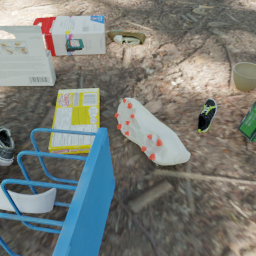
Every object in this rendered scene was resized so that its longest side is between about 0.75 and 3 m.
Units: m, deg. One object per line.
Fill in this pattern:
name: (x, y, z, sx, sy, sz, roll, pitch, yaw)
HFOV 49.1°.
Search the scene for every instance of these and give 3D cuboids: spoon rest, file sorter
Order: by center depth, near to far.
file sorter: (-1.440, 1.609, 5.445, 1.761, 1.992, 2.871, 5, 44, 9)
spoon rest: (-3.061, 1.340, 6.323, 2.748, 1.365, 0.833, 12, 4, 9)

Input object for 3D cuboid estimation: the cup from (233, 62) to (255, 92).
cup: (4.114, -1.713, 9.772, 1.022, 0.731, 1.022, 1, 44, -1)

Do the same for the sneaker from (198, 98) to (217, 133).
sneaker: (2.214, -0.357, 7.881, 0.373, 0.431, 1.041, 12, 86, 39)

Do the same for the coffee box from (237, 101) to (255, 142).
coffee box: (4.427, -0.725, 7.680, 2.854, 1.755, 0.628, -18, 54, -30)

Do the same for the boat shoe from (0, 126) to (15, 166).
boat shoe: (-3.380, 0.278, 7.565, 0.637, 0.626, 1.767, 14, 22, -47)

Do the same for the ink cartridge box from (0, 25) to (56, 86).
ink cartridge box: (-3.928, -2.458, 9.453, 2.570, 2.231, 0.560, -1, 41, -1)

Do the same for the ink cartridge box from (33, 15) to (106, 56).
ink cartridge box: (-2.464, -3.932, 11.875, 2.987, 1.004, 1.735, -2, 44, -3)

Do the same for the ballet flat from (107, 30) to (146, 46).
ballet flat: (-0.078, -3.886, 12.261, 1.715, 0.581, 0.620, 6, 63, 0)

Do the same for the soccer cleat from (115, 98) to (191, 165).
soccer cleat: (0.569, 0.093, 7.857, 1.137, 1.016, 2.932, 14, 23, -35)

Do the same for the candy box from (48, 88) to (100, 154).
candy box: (-1.552, -0.308, 8.578, 1.378, 0.356, 2.695, -4, 44, -1)
